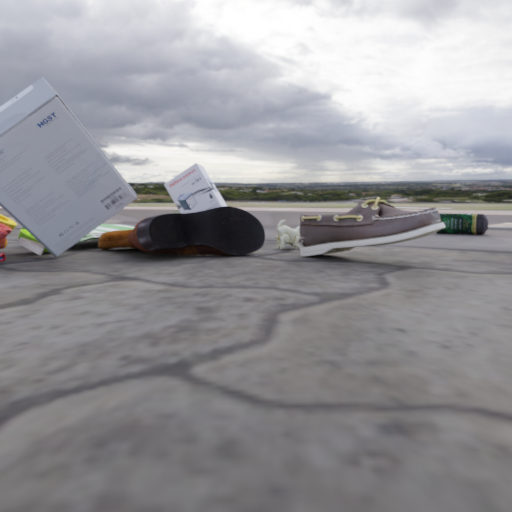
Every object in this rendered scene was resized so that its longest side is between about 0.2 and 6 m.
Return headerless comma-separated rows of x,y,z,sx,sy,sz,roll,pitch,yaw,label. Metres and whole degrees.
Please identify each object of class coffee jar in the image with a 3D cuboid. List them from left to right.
4.732,-0.735,12.909,1.131,0.483,0.590,3,2,29,coffee jar

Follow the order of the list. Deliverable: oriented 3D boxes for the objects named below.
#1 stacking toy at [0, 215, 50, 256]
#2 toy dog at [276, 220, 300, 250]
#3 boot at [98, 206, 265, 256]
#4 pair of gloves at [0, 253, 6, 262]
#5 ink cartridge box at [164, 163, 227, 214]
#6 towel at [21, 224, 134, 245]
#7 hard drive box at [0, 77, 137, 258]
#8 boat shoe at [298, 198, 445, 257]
-3.856,-0.143,8.604,1.339,0.625,1.479,26,2,-10,stacking toy
0.631,-0.357,9.605,0.551,0.534,0.385,-7,-5,-12,toy dog
-1.227,-0.248,9.101,2.096,0.762,2.226,-9,1,-32,boot
-4.282,0.049,7.301,1.577,0.223,1.961,0,7,-1,pair of gloves
-1.080,-1.053,10.204,0.751,1.025,0.440,-32,-5,11,ink cartridge box
-2.984,-0.407,10.408,1.573,0.241,2.062,10,10,37,towel
-2.916,-1.188,7.930,1.547,1.985,0.762,-37,47,-6,hard drive box
1.518,-0.448,7.891,0.816,0.676,2.272,-6,-2,-44,boat shoe
